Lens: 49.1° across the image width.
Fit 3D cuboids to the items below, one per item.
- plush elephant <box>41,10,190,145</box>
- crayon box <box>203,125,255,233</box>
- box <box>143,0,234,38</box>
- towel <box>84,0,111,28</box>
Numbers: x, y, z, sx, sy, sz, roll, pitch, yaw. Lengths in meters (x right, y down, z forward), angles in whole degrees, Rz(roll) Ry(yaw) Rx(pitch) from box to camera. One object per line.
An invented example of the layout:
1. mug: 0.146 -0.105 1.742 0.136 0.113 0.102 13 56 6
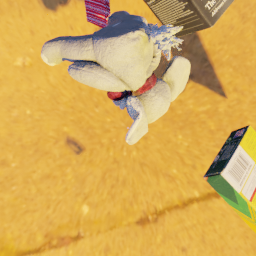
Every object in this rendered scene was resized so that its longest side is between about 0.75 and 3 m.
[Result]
1. plush elephant: 0.057 -0.713 3.995 1.916 1.483 1.578 21 48 42
2. crayon box: 2.147 0.978 4.499 1.767 0.449 1.122 47 59 -6
3. box: 1.081 -3.127 4.583 2.110 1.207 2.318 42 81 -22
4. towel: -0.616 -2.419 5.246 0.121 1.074 0.777 -34 51 -28
